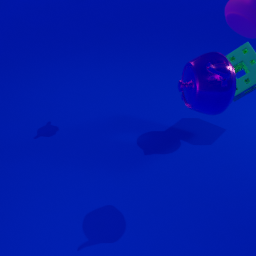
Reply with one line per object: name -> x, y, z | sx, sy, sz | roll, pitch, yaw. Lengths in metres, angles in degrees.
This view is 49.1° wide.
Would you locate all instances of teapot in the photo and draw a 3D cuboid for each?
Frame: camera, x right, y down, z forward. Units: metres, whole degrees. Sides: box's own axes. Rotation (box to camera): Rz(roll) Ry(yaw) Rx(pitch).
teapot -> 1.131, -0.662, 4.172 | 0.746, 0.948, 1.525 | -5, -10, -7
teapot -> 2.870, -2.697, 6.361 | 1.179, 0.928, 1.895 | 38, 4, 13

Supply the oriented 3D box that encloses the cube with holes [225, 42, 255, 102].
cube with holes -> 3.141, -1.509, 7.824 | 1.062, 1.062, 1.062 | 62, 19, 12
